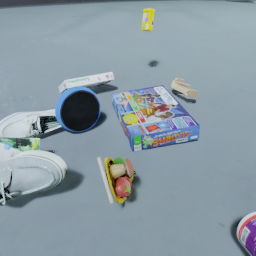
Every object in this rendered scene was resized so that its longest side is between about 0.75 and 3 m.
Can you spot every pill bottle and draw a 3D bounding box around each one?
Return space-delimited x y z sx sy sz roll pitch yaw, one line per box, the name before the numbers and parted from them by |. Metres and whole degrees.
pill bottle | 2.155 1.792 4.043 0.669 0.669 1.190 -5 18 -9

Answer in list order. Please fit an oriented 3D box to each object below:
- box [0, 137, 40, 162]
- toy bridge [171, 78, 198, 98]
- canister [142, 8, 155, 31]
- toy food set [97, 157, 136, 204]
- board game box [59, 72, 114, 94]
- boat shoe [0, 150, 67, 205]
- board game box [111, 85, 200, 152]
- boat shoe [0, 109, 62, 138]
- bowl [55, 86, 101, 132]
box | -2.439 0.531 6.294 0.863 0.623 0.157 1 11 -24
toy bridge | 1.912 -1.507 10.117 0.665 0.269 1.977 11 21 -9
canister | 0.768 -4.158 10.786 0.332 0.767 0.569 0 17 -23
toy food set | -0.077 0.934 5.293 0.500 0.901 1.532 -17 -12 4
board game box | -1.514 -1.624 10.124 1.782 0.308 1.125 -16 3 -25
boat shoe | -2.405 1.093 5.303 2.525 0.881 0.899 -10 24 12
board game box | 0.672 -0.430 8.358 1.880 0.479 2.778 -10 32 -9
boat shoe | -2.526 -0.128 7.511 1.942 0.714 0.648 -23 23 -33
bowl | -1.347 -0.494 7.753 1.298 1.298 0.255 -18 27 -27
